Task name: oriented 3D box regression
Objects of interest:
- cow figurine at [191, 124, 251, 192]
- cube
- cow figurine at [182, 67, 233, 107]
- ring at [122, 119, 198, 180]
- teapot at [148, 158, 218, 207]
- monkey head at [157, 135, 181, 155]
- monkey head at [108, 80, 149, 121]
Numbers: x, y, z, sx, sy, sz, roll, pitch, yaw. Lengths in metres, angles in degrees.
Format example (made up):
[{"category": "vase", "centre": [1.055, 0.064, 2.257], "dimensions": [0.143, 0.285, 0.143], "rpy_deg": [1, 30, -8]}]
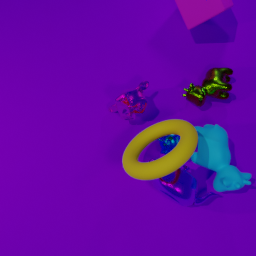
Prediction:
[{"category": "cow figurine", "centre": [2.115, 0.673, 6.421], "dimensions": [0.820, 1.470, 1.494], "rpy_deg": [-9, 105, -25]}, {"category": "cube", "centre": [2.016, -3.438, 7.489], "dimensions": [1.064, 1.064, 1.064], "rpy_deg": [-42, 108, -49]}, {"category": "cow figurine", "centre": [2.090, -1.118, 7.370], "dimensions": [1.211, 0.676, 1.231], "rpy_deg": [9, 60, 10]}, {"category": "ring", "centre": [0.647, 0.415, 5.909], "dimensions": [1.712, 1.712, 0.342], "rpy_deg": [-37, 115, -10]}, {"category": "teapot", "centre": [1.191, 1.274, 6.438], "dimensions": [1.758, 1.093, 0.861], "rpy_deg": [32, 80, 10]}, {"category": "monkey head", "centre": [1.136, 0.396, 6.870], "dimensions": [1.012, 0.728, 0.610], "rpy_deg": [-12, 112, -39]}, {"category": "monkey head", "centre": [-0.006, -0.706, 7.039], "dimensions": [1.314, 0.945, 0.792], "rpy_deg": [-36, 46, 15]}]
